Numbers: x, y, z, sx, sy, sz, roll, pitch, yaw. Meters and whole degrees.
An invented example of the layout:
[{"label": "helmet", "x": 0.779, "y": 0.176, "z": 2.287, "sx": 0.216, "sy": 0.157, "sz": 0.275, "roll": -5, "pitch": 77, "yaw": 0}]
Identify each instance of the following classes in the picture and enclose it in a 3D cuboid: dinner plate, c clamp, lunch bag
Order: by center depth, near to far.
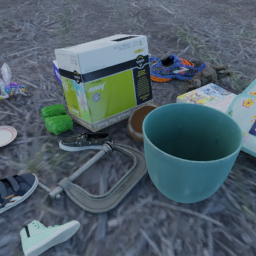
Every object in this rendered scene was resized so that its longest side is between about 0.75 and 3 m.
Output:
[{"label": "c clamp", "x": -0.903, "y": 1.199, "z": 7.852, "sx": 2.421, "sy": 0.384, "sz": 2.834, "roll": 30, "pitch": 49, "yaw": 33}, {"label": "lunch bag", "x": 4.437, "y": -0.124, "z": 8.592, "sx": 2.919, "sy": 1.780, "sz": 2.487, "roll": -35, "pitch": 48, "yaw": -28}, {"label": "dinner plate", "x": -4.301, "y": 0.317, "z": 9.335, "sx": 1.157, "sy": 0.140, "sz": 1.157, "roll": 0, "pitch": 35, "yaw": 0}]

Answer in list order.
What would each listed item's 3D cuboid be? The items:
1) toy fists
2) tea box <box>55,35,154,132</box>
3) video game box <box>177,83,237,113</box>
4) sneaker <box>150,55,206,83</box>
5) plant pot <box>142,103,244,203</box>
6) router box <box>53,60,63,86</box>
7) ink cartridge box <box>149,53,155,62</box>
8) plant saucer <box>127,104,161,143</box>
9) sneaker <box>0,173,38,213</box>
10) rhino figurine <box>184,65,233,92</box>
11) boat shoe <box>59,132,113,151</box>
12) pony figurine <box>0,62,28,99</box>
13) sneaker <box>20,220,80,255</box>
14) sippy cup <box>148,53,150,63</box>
[{"label": "toy fists", "x": -2.552, "y": -0.314, "z": 9.861, "sx": 0.841, "sy": 0.568, "sz": 1.651, "roll": -9, "pitch": 35, "yaw": -24}, {"label": "tea box", "x": -0.732, "y": -1.653, "z": 9.702, "sx": 2.659, "sy": 2.615, "sz": 1.776, "roll": -23, "pitch": 28, "yaw": -30}, {"label": "video game box", "x": 3.223, "y": -0.938, "z": 10.762, "sx": 2.042, "sy": 0.478, "sz": 1.861, "roll": -22, "pitch": 44, "yaw": -28}, {"label": "sneaker", "x": 2.294, "y": -2.795, "z": 12.770, "sx": 2.770, "sy": 1.086, "sz": 1.043, "roll": -10, "pitch": 38, "yaw": -13}, {"label": "plant pot", "x": 1.530, "y": 0.758, "z": 7.239, "sx": 2.372, "sy": 1.903, "sz": 2.372, "roll": 0, "pitch": 37, "yaw": 0}, {"label": "router box", "x": -1.702, "y": -2.412, "z": 12.551, "sx": 2.622, "sy": 0.714, "sz": 2.922, "roll": -16, "pitch": 39, "yaw": -21}, {"label": "ink cartridge box", "x": 1.164, "y": -3.733, "z": 14.845, "sx": 0.397, "sy": 0.157, "sz": 0.799, "roll": -17, "pitch": 41, "yaw": -23}, {"label": "plant saucer", "x": 0.617, "y": -0.223, "z": 9.117, "sx": 1.458, "sy": 0.267, "sz": 1.458, "roll": -10, "pitch": 59, "yaw": 17}, {"label": "sneaker", "x": -3.118, "y": 1.605, "z": 7.004, "sx": 0.718, "sy": 0.727, "sz": 1.830, "roll": 25, "pitch": 46, "yaw": 33}, {"label": "rhino figurine", "x": 3.320, "y": -2.104, "z": 12.047, "sx": 2.564, "sy": 0.767, "sz": 1.121, "roll": -27, "pitch": 22, "yaw": -31}, {"label": "boat shoe", "x": -1.343, "y": 0.375, "z": 8.957, "sx": 1.707, "sy": 0.483, "sz": 0.586, "roll": -2, "pitch": 36, "yaw": -2}, {"label": "pony figurine", "x": -5.092, "y": -1.696, "z": 11.415, "sx": 1.536, "sy": 1.279, "sz": 1.483, "roll": -31, "pitch": 78, "yaw": -39}, {"label": "sneaker", "x": -1.793, "y": 2.270, "z": 6.350, "sx": 1.291, "sy": 0.475, "sz": 0.762, "roll": -22, "pitch": 48, "yaw": -24}, {"label": "sippy cup", "x": 0.451, "y": -3.247, "z": 13.472, "sx": 1.089, "sy": 1.167, "sz": 1.486, "roll": -5, "pitch": 26, "yaw": 11}]
